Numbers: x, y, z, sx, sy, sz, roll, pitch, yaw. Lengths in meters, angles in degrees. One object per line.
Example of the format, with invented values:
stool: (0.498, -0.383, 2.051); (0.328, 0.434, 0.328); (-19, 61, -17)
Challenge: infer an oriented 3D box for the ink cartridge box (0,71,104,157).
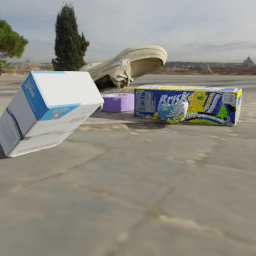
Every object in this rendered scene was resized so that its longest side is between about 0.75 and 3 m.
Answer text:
ink cartridge box: (-1.355, -0.232, 4.712); (1.560, 0.653, 1.132); (-38, -15, 37)

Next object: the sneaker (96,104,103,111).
sneaker: (-1.155, -0.979, 8.722); (0.339, 1.019, 0.461); (-38, -18, 31)

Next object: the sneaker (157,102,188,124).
sneaker: (1.069, -0.406, 7.108); (0.615, 0.443, 1.171); (16, -19, -6)

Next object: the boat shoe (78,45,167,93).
boat shoe: (-0.169, -1.274, 6.649); (2.294, 0.745, 0.828); (-12, -33, 18)

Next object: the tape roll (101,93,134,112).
tape roll: (-0.381, -0.906, 9.829); (1.204, 0.512, 1.204); (-3, 12, 1)

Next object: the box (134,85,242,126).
box: (1.666, -0.711, 8.055); (2.885, 0.927, 1.011); (7, 16, 25)
